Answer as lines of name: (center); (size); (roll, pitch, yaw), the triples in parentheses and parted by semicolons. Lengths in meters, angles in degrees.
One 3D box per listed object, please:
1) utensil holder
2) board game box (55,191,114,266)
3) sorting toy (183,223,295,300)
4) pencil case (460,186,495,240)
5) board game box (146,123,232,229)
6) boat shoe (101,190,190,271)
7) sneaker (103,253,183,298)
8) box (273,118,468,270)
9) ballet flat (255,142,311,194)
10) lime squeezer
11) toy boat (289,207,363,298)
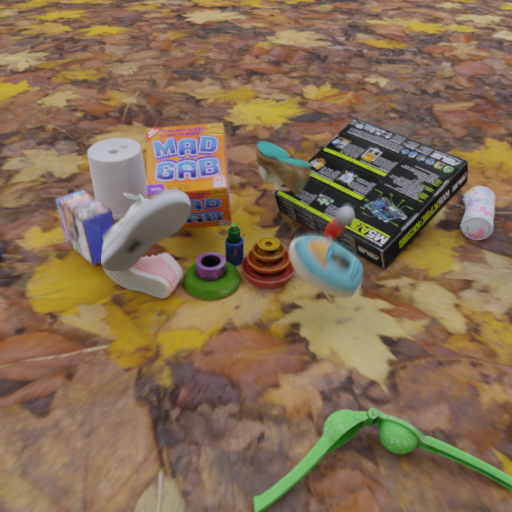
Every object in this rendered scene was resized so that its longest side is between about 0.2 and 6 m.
utensil holder: (-3.069, -1.724, 12.518); (1.233, 1.451, 1.233); (0, 38, 0)
board game box: (-3.282, -0.565, 10.923); (0.606, 0.998, 1.252); (-25, 38, -31)
sorting toy: (-0.345, 0.032, 10.648); (2.164, 0.888, 1.300); (-8, 38, -10)
pencil case: (4.825, -0.949, 12.181); (0.657, 0.602, 1.448); (18, 41, 10)
board game box: (-1.295, -1.522, 11.048); (1.491, 1.492, 1.493); (-5, 66, -1)
boat shoe: (-1.976, -0.663, 9.698); (0.845, 2.289, 0.976); (12, 53, -39)
sneaker: (-2.108, 0.248, 10.642); (1.545, 0.581, 0.807); (19, 40, 18)
box: (2.438, -1.488, 12.117); (3.037, 0.722, 2.933); (32, 69, 35)
ballet flat: (0.475, -1.767, 11.550); (0.716, 0.763, 2.110); (0, 23, -26)
lime squeezer: (1.669, 2.607, 7.471); (3.485, 0.657, 1.231); (-2, 37, -4)
toy boat: (1.302, -0.138, 9.664); (1.388, 0.768, 1.652); (27, 48, -7)
